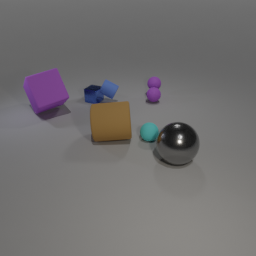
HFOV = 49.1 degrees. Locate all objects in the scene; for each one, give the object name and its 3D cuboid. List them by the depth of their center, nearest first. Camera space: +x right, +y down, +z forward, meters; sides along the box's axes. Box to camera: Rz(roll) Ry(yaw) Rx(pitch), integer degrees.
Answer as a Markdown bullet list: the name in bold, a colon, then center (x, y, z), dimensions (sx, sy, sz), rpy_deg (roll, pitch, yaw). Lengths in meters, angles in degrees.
- **ball**: center (1.624, 0.500, 9.155), dimensions (1.400, 1.400, 1.400), rpy_deg (0, 29, 0)
- **cylinder**: center (-0.605, -0.243, 10.377), dimensions (1.400, 1.400, 1.400), rpy_deg (-5, 29, 1)
- **ball**: center (0.798, 0.142, 10.489), dimensions (0.700, 0.700, 0.700), rpy_deg (0, 29, 0)
- **cube**: center (-3.601, -1.591, 12.267), dimensions (1.400, 1.400, 1.400), rpy_deg (-24, 3, -25)
- **cylinder**: center (-0.891, -1.819, 13.184), dimensions (0.700, 0.700, 0.700), rpy_deg (27, 30, -4)
- **ball**: center (1.254, -1.630, 13.658), dimensions (0.700, 0.700, 0.700), rpy_deg (0, 29, 0)
- **cube**: center (-1.677, -1.661, 13.822), dimensions (0.700, 0.700, 0.700), rpy_deg (13, 33, 24)
- **ball**: center (1.336, -2.262, 14.257), dimensions (0.700, 0.700, 0.700), rpy_deg (0, 29, 0)
